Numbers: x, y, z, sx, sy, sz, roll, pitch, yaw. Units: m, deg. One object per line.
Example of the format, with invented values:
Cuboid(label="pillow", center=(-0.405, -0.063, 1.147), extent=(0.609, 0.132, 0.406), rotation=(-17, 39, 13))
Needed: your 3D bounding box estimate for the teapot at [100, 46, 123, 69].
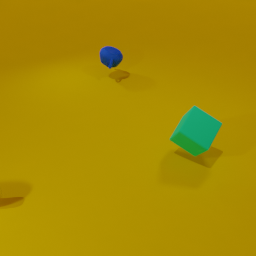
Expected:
Cuboid(label="teapot", center=(-0.722, -2.870, 11.458), extent=(0.965, 0.760, 1.552), rotation=(13, 36, -14))

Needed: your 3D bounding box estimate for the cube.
Cuboid(label="cube", center=(1.655, 0.095, 6.924), extent=(0.810, 0.810, 0.810), rotation=(33, 71, 2))

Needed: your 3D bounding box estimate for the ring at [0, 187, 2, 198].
Cuboid(label="ring", center=(-3.314, 1.283, 5.594), extent=(1.458, 1.458, 0.292), rotation=(-4, 53, -6))
